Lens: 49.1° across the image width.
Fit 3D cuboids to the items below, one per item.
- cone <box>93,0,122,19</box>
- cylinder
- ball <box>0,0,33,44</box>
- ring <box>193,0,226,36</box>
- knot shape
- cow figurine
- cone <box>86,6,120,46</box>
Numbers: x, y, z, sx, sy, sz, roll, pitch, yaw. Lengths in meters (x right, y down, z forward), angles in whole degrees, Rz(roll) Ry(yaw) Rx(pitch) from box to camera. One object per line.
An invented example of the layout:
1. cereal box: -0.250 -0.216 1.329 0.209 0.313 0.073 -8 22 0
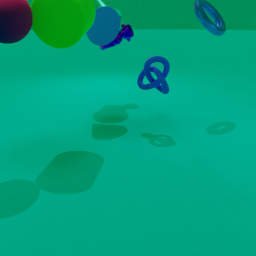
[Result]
1. cone: -1.115 -4.491 10.311 1.354 1.359 1.354 -22 -10 -4
2. cylinder: -1.519 -2.709 6.715 1.256 1.256 1.256 3 34 7
3. ball: -2.538 -2.308 5.735 1.119 1.119 1.119 0 21 0
4. ring: 2.675 -3.608 9.133 1.421 1.421 0.284 -25 -9 -47
5. knot shape: 0.786 -1.551 8.034 1.139 1.066 0.527 28 36 26
6. cow figurine: -0.487 -3.608 11.114 1.395 0.766 1.373 -18 16 20
7. cone: -1.087 -3.497 9.104 1.224 1.224 1.228 -14 43 -32
